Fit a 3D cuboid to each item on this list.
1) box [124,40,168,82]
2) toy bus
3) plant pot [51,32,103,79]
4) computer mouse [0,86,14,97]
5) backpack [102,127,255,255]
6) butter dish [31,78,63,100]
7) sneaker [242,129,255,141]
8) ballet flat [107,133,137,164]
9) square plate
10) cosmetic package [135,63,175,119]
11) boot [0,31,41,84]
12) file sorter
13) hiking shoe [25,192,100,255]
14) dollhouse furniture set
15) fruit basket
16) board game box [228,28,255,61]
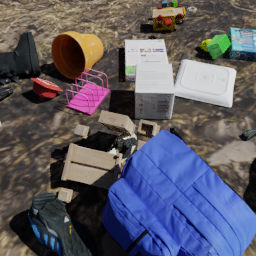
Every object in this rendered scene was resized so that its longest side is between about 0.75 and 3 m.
[{"bbox_3d":[0.738,-2.846,11.645,1.751,0.441,2.427,-1,48,-1],"label":"box"},{"bbox_3d":[2.007,-5.129,13.259,1.740,0.953,1.844,-36,53,-21],"label":"toy bus"},{"bbox_3d":[-1.846,-3.002,11.090,1.725,1.725,1.580,26,38,21],"label":"plant pot"},{"bbox_3d":[-5.411,-0.758,9.883,2.972,0.506,0.871,-29,30,-28],"label":"computer mouse"},{"bbox_3d":[1.024,2.021,6.244,2.908,2.363,2.440,41,61,18],"label":"backpack"},{"bbox_3d":[-3.042,-1.347,10.228,0.929,0.687,0.927,29,11,26],"label":"butter dish"},{"bbox_3d":[4.086,0.128,9.165,0.757,0.286,0.300,-23,51,-20],"label":"sneaker"},{"bbox_3d":[-0.259,0.690,8.458,0.666,0.616,1.976,19,52,16],"label":"ballet flat"},{"bbox_3d":[2.988,-1.874,10.872,2.265,0.325,2.287,14,51,12],"label":"square plate"},{"bbox_3d":[0.876,-1.269,9.699,1.276,1.283,1.534,1,48,2],"label":"cosmetic package"},{"bbox_3d":[-4.771,-2.876,11.328,2.157,0.974,2.633,-13,55,-12],"label":"boot"},{"bbox_3d":[-1.447,-1.351,10.039,0.983,0.887,1.415,19,52,16],"label":"file sorter"},{"bbox_3d":[-1.522,2.599,6.619,2.292,0.994,0.853,50,38,14],"label":"hiking shoe"},{"bbox_3d":[-0.459,1.002,8.062,2.271,1.300,2.662,12,82,12],"label":"dollhouse furniture set"},{"bbox_3d":[3.704,-3.516,12.141,1.166,0.841,1.166,-33,18,12],"label":"fruit basket"},{"bbox_3d":[5.212,-3.715,12.376,1.378,0.428,1.825,9,50,7],"label":"board game box"}]
